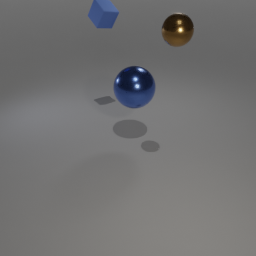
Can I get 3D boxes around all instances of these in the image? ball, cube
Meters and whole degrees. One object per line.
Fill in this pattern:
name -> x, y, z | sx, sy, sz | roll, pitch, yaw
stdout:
ball -> 1.081, -2.129, 6.100 | 0.700, 0.700, 0.700 | 0, 29, 0
cube -> -0.871, -4.018, 9.871 | 0.700, 0.700, 0.700 | -16, 64, -40
ball -> 0.214, -1.345, 9.282 | 1.400, 1.400, 1.400 | 0, 29, 0
